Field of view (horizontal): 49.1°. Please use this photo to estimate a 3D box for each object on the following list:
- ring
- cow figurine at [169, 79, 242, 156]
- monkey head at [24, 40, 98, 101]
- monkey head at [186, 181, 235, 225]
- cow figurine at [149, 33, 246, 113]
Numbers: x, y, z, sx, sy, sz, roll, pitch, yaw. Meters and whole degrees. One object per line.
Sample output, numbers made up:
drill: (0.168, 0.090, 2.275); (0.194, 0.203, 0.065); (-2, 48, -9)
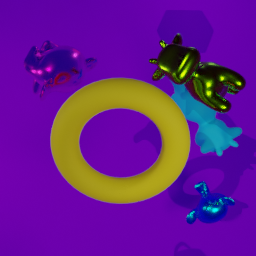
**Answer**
ring: (-0.091, 0.222, 3.465); (1.712, 0.342, 1.712); (0, 116, 0)
cow figurine: (1.315, -0.330, 4.903); (0.820, 1.494, 1.470); (-27, 48, -5)
monkey head: (-1.052, -0.769, 4.148); (0.792, 0.945, 1.314); (34, 43, 8)
monkey head: (1.518, 1.422, 5.333); (1.012, 0.610, 0.728); (-36, 87, 26)
cow figurine: (0.925, -0.696, 3.790); (1.211, 1.231, 0.676); (32, 101, 12)
